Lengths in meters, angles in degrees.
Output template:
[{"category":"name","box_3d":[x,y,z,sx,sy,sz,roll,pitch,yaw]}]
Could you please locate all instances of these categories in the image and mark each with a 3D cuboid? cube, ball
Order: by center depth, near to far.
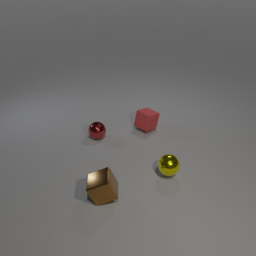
[{"category":"cube","box_3d":[-0.731,1.688,8.112,0.700,0.700,0.700,-21,32,11]},{"category":"ball","box_3d":[1.308,1.181,8.948,0.700,0.700,0.700,0,31,0]},{"category":"ball","box_3d":[-1.216,0.094,11.052,0.700,0.700,0.700,0,31,0]},{"category":"cube","box_3d":[0.774,-0.358,11.566,0.700,0.700,0.700,29,30,34]}]
